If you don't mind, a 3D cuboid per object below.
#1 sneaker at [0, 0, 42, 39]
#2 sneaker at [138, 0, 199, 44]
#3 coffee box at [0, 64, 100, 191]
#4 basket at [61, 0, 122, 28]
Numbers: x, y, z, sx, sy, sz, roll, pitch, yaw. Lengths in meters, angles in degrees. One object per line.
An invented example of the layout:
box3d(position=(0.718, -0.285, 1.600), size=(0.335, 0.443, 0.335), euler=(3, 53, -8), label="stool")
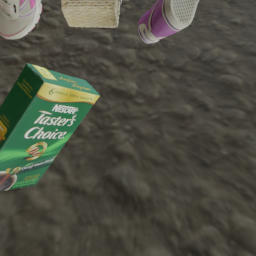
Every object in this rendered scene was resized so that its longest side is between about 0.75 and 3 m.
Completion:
box3d(position=(-2.544, -3.146, 5.953), size=(1.156, 2.841, 1.253), euler=(32, 38, 3), label="sneaker")
box3d(position=(0.954, -2.843, 6.268), size=(0.880, 1.385, 2.429), euler=(44, 58, -19), label="sneaker")
box3d(position=(-1.158, 0.079, 3.382), size=(0.365, 1.020, 1.659), euler=(45, 106, 22), label="coffee box")
box3d(position=(-0.827, -2.873, 6.436), size=(1.328, 0.900, 0.819), euler=(1, 80, 3), label="basket")
